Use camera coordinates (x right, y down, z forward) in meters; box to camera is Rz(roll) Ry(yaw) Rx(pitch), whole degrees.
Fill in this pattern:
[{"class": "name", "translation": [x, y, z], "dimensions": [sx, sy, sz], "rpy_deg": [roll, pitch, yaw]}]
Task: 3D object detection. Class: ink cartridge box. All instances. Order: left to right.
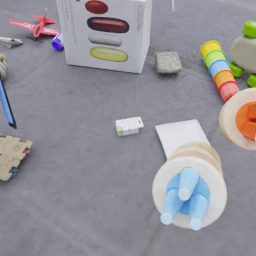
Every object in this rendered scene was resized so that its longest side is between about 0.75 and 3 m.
[{"class": "ink cartridge box", "translation": [0.048, -0.050, 8.561], "dimensions": [0.783, 0.263, 0.458], "rpy_deg": [-10, 49, -9]}]

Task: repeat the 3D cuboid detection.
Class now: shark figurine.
[{"class": "shark figurine", "translation": [-5.047, -3.523, 11.615], "dimensions": [1.170, 0.488, 0.699], "rpy_deg": [8, 14, -2]}]

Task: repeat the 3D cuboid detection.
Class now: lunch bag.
[{"class": "lunch bag", "translation": [1.479, -2.343, 10.395], "dimensions": [0.852, 0.611, 1.038], "rpy_deg": [-2, 43, -2]}]

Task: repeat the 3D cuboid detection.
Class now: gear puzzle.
[{"class": "gear puzzle", "translation": [-4.139, 0.713, 7.872], "dimensions": [2.778, 0.364, 1.439], "rpy_deg": [12, 51, 14]}]

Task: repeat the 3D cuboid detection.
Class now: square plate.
[{"class": "square plate", "translation": [1.623, 0.367, 8.238], "dimensions": [1.359, 0.193, 1.346], "rpy_deg": [-9, 48, -8]}]

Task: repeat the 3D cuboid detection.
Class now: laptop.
[{"class": "laptop", "translation": [-3.134, -0.958, 5.347], "dimensions": [2.299, 2.038, 1.188], "rpy_deg": [23, 82, -25]}]

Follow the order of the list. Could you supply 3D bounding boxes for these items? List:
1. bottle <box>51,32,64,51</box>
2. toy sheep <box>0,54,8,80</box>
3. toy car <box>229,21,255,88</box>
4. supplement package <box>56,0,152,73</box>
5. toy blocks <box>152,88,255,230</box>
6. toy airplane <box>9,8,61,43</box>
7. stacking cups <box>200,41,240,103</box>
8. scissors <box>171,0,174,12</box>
[{"class": "bottle", "translation": [-2.755, -3.730, 11.714], "dimensions": [0.386, 0.493, 1.181], "rpy_deg": [-15, 39, 35]}, {"class": "toy sheep", "translation": [-4.785, -2.034, 9.845], "dimensions": [1.063, 1.063, 1.542], "rpy_deg": [19, 59, 16]}, {"class": "toy car", "translation": [4.973, -2.788, 10.089], "dimensions": [2.283, 1.876, 1.802], "rpy_deg": [-27, 53, -35]}, {"class": "supplement package", "translation": [-0.713, -3.886, 10.280], "dimensions": [2.941, 2.812, 2.163], "rpy_deg": [8, 49, 8]}, {"class": "toy blocks", "translation": [1.494, 0.390, 4.356], "dimensions": [2.458, 2.950, 1.071], "rpy_deg": [-46, 81, 14]}, {"class": "toy airplane", "translation": [-3.898, -4.533, 12.406], "dimensions": [2.449, 0.451, 2.449], "rpy_deg": [10, 50, -12]}, {"class": "stacking cups", "translation": [3.243, -1.977, 10.000], "dimensions": [0.836, 0.836, 2.762], "rpy_deg": [-2, 51, -1]}, {"class": "scissors", "translation": [1.265, -3.825, 7.855], "dimensions": [0.393, 0.075, 1.074], "rpy_deg": [-21, 95, -24]}]
